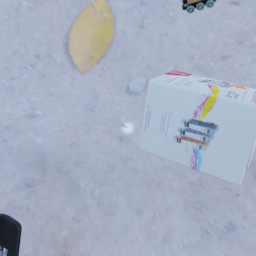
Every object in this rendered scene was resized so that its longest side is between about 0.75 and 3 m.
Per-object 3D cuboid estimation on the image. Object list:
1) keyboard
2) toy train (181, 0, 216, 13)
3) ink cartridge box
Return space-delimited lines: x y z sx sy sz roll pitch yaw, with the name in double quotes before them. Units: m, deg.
"keyboard" -2.382 2.327 5.443 0.831 0.316 1.597 20 107 18
"toy train" 1.631 -2.987 6.436 0.856 0.488 0.365 -7 53 24
"ink cartridge box" 1.051 -0.092 3.868 1.443 1.048 1.044 19 115 22
